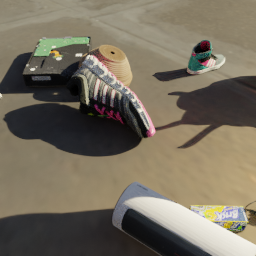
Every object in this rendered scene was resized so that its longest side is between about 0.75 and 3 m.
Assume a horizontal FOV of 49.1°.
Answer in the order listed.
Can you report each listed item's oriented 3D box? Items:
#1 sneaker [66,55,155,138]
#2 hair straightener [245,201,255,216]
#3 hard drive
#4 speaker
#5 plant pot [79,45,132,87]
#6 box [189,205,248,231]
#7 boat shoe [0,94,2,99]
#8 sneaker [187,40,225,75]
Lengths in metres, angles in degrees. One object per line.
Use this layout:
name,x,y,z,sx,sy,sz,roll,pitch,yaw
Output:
sneaker,-0.538,-0.585,7.070,1.251,1.055,2.859,-42,68,-5
hair straightener,2.692,1.594,5.118,1.027,0.210,0.395,15,41,23
hard drive,-2.247,-2.325,9.504,1.953,0.529,2.795,-2,41,-3
speaker,0.841,1.698,4.435,2.137,0.868,0.868,24,46,26
plant pot,-0.588,-1.957,8.467,1.695,0.782,1.695,15,41,-13
box,1.582,1.602,4.980,0.960,0.309,0.336,1,40,0
boat shoe,-4.006,-0.742,7.838,0.871,0.325,0.404,-8,53,-5
sneaker,2.668,-2.458,9.320,1.607,0.971,0.672,-24,45,-26
